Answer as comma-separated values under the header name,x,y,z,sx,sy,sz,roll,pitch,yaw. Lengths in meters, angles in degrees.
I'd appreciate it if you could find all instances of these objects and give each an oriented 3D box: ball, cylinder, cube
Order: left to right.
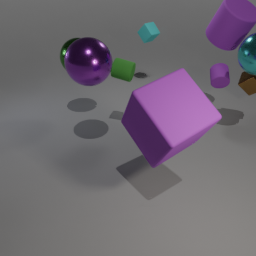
name,x,y,z,sx,sy,sz,roll,pitch,yaw
ball,-1.887,-2.712,10.681,1.400,1.400,1.400,0,30,0
ball,-1.153,-1.931,8.215,1.400,1.400,1.400,0,30,0
cylinder,-0.162,-2.051,9.881,0.700,0.700,0.700,18,33,8
cube,1.051,-4.834,14.186,0.700,0.700,0.700,-29,-4,-39
cube,0.881,-0.195,6.261,1.400,1.400,1.400,-28,74,-22
cylinder,3.514,-1.998,10.732,0.700,0.700,0.700,3,59,6
cylinder,3.828,-3.856,10.366,1.400,1.400,1.400,8,57,-13
cube,4.744,-1.790,10.624,0.700,0.700,0.700,-25,31,56
ball,4.324,-2.418,9.144,1.400,1.400,1.400,0,30,0
